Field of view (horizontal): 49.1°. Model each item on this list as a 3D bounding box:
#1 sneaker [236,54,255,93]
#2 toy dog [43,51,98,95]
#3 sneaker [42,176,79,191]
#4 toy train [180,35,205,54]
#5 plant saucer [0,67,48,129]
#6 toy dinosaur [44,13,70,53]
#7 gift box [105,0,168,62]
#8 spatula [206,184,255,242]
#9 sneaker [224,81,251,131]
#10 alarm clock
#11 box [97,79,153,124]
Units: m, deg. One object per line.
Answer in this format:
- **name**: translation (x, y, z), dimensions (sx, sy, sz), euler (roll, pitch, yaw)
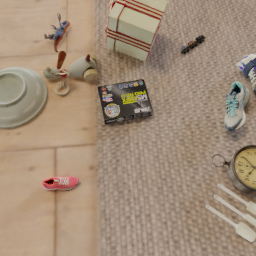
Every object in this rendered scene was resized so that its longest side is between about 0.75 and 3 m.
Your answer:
- **sneaker**: translation (5.227, -2.173, 11.754), dimensions (1.587, 0.873, 2.167), euler (22, 68, 17)
- **toy dog**: translation (-2.336, -2.570, 11.718), dimensions (2.397, 1.154, 1.581), euler (-28, 67, -13)
- **sneaker**: translation (-2.391, 1.947, 9.873), dimensions (1.297, 0.563, 0.478), euler (-7, 65, -4)
- **toy train**: translation (2.937, -3.849, 12.841), dimensions (1.499, 0.256, 0.343), euler (-36, 66, -16)
- **plant saucer**: translation (-4.846, -1.447, 11.418), dimensions (2.964, 0.744, 2.964), euler (0, 64, 0)
- **toy dinosaur**: translation (-3.207, -4.467, 13.107), dimensions (1.438, 1.585, 0.832), euler (-34, 24, -35)
- **gift box**: translation (0.242, -4.616, 12.210), dimensions (2.272, 2.245, 2.433), euler (20, 62, 0)
- **spatula**: translation (3.708, 2.862, 9.669), dimensions (1.841, 0.148, 1.280), euler (34, 70, 15)
- **sneaker**: translation (4.076, -0.872, 10.893), dimensions (0.834, 0.927, 2.148), euler (-8, 50, 45)
- **alarm clock**: translation (4.197, 1.433, 9.978), dimensions (2.487, 0.828, 1.678), euler (16, 66, 5)
- **box**: translation (-0.132, -1.093, 11.402), dimensions (1.988, 0.440, 1.593), euler (-10, 65, -5)
